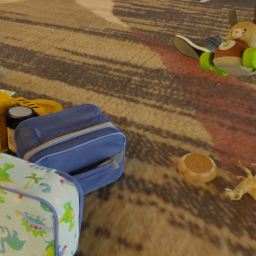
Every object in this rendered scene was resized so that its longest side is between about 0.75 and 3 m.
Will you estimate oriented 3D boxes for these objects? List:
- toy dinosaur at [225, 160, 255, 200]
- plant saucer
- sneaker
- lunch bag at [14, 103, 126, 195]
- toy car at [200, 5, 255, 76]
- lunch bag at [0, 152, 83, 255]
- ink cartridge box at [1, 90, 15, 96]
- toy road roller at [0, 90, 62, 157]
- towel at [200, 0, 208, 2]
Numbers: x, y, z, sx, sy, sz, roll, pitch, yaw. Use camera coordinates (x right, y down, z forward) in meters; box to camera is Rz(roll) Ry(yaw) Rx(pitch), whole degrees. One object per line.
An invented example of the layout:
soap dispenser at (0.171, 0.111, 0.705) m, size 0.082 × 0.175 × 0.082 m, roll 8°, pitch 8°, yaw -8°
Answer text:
toy dinosaur at (3.395, 1.303, 6.959) m, size 2.239 × 0.652 × 1.132 m, roll -9°, pitch 56°, yaw 1°
plant saucer at (1.872, 0.996, 7.493) m, size 1.050 × 0.186 × 1.050 m, roll 0°, pitch 40°, yaw 0°
sneaker at (3.249, -3.833, 12.698) m, size 2.100 × 0.798 × 1.517 m, roll 37°, pitch 62°, yaw 24°
lunch bag at (-1.214, 0.661, 6.685) m, size 2.548 × 1.731 × 1.686 m, roll -20°, pitch 44°, yaw -25°
toy car at (2.709, -2.161, 6.784) m, size 1.297 × 1.644 × 1.350 m, roll 8°, pitch 1°, yaw -43°
lunch bag at (-2.192, 1.622, 5.279) m, size 2.622 × 2.107 × 1.081 m, roll 12°, pitch 24°, yaw 16°
ink cartridge box at (-4.943, -0.907, 9.583) m, size 1.787 × 0.428 × 1.300 m, roll 14°, pitch 42°, yaw 16°
toy road roller at (-3.027, -0.202, 7.985) m, size 2.501 × 1.537 × 1.826 m, roll 25°, pitch 31°, yaw 26°
towel at (2.508, -4.453, 8.010) m, size 1.072 × 1.460 × 0.174 m, roll -15°, pitch 42°, yaw 7°
